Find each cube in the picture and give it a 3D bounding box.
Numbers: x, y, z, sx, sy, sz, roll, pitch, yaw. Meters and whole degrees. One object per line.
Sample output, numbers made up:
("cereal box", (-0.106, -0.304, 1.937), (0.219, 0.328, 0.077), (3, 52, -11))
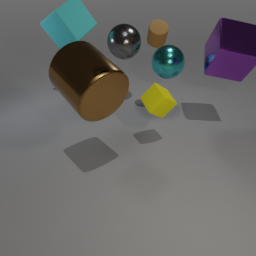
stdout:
("cube", (0.953, -0.850, 8.767), (0.700, 0.700, 0.700), (19, 34, -46))
("cube", (-2.455, -4.314, 11.611), (1.400, 1.400, 1.400), (-7, 39, 49))
("cube", (3.534, -2.639, 9.576), (1.400, 1.400, 1.400), (10, 65, -4))

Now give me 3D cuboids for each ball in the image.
("ball", (-0.154, -3.509, 11.413), (1.400, 1.400, 1.400), (0, 29, 0))
("ball", (1.685, -2.771, 11.772), (1.400, 1.400, 1.400), (0, 29, 0))

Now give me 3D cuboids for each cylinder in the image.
("cylinder", (1.053, -3.355, 9.988), (0.700, 0.700, 0.700), (1, 66, -3))
("cylinder", (-0.923, -1.106, 6.621), (1.400, 1.400, 1.400), (-22, 54, -34))
